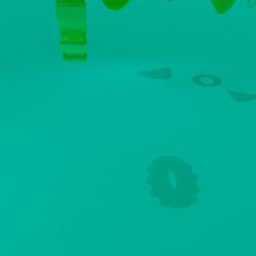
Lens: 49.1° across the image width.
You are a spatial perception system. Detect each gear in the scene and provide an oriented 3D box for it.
[{"bbox_3d":[-0.660,-1.636,3.376,0.299,1.617,1.617,-1,29,-8],"label":"gear"}]

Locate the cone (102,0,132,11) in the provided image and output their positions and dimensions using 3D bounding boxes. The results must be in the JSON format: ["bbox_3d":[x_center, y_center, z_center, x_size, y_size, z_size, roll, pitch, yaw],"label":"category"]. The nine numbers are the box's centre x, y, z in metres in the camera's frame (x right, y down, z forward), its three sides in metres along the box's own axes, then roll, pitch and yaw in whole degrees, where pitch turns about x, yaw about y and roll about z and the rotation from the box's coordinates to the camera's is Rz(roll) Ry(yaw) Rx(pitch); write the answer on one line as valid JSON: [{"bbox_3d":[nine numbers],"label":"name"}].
[{"bbox_3d":[0.062,-5.003,10.112,1.544,1.544,1.550,22,26,34],"label":"cone"}]

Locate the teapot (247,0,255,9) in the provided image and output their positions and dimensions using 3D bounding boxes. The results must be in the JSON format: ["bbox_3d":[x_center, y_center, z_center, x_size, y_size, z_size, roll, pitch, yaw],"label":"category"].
[{"bbox_3d":[3.442,-3.732,7.267,0.823,1.324,0.648,-18,60,-19],"label":"teapot"}]

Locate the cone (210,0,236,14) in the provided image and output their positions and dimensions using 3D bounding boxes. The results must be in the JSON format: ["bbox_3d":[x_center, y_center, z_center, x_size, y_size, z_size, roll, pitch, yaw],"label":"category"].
[{"bbox_3d":[2.362,-3.804,7.637,0.997,0.997,1.000,-23,55,-36],"label":"cone"}]
